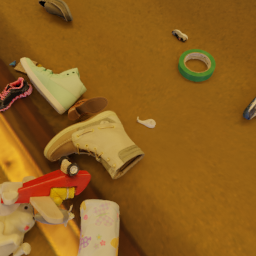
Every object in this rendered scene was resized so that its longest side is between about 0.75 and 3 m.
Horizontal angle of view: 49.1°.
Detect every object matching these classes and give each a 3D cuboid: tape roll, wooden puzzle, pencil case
[{"bbox_3d":[2.966,-2.722,12.109,1.555,0.374,1.555,0,60,0],"label":"tape roll"},{"bbox_3d":[-4.450,-2.703,12.243,1.249,0.146,0.843,27,60,14],"label":"wooden puzzle"},{"bbox_3d":[-0.934,3.509,8.179,1.272,1.165,2.804,-3,61,7],"label":"pencil case"}]

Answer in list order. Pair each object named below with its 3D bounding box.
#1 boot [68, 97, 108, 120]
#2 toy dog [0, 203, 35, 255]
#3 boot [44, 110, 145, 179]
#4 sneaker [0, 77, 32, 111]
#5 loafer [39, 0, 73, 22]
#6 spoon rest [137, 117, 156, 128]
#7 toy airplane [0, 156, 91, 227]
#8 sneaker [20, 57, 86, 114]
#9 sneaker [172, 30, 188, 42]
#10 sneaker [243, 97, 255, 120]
[{"bbox_3d":[-1.491,-0.834,10.551,1.603,1.245,0.615,-29,108,7],"label":"boot"},{"bbox_3d":[-3.741,3.142,8.368,2.155,1.551,2.222,21,59,44],"label":"toy dog"},{"bbox_3d":[-1.164,0.868,9.715,2.960,1.067,2.289,-29,65,-18],"label":"boot"},{"bbox_3d":[-4.725,-1.390,11.099,1.798,0.857,0.710,-40,70,-18],"label":"sneaker"},{"bbox_3d":[-3.529,-5.774,13.618,0.828,0.894,2.376,-41,61,-11],"label":"loafer"},{"bbox_3d":[0.705,-0.229,10.838,0.768,0.233,0.381,18,63,-5],"label":"spoon rest"},{"bbox_3d":[-2.550,2.082,8.370,2.483,1.759,2.493,-4,19,14],"label":"toy airplane"},{"bbox_3d":[-2.939,-2.070,11.327,1.710,1.067,2.899,-40,78,-14],"label":"sneaker"},{"bbox_3d":[2.376,-4.296,13.036,0.825,0.305,0.327,36,71,18],"label":"sneaker"},{"bbox_3d":[5.580,-1.001,10.832,2.577,0.993,1.098,-35,71,-17],"label":"sneaker"}]
